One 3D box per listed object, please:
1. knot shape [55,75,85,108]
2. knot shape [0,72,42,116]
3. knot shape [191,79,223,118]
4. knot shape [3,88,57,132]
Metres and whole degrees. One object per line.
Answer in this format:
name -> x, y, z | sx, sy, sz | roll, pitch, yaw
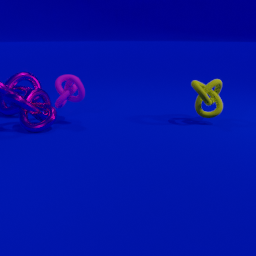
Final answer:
knot shape -> -1.937, -1.120, 8.909 | 0.573, 1.160, 1.239 | 30, 6, -47
knot shape -> -4.255, -1.373, 10.218 | 1.945, 0.960, 2.078 | 22, 35, -5
knot shape -> 2.607, -1.063, 8.947 | 1.235, 1.320, 0.610 | -35, 12, -31
knot shape -> -2.817, -0.518, 8.502 | 1.670, 0.772, 1.563 | 2, 41, -50
